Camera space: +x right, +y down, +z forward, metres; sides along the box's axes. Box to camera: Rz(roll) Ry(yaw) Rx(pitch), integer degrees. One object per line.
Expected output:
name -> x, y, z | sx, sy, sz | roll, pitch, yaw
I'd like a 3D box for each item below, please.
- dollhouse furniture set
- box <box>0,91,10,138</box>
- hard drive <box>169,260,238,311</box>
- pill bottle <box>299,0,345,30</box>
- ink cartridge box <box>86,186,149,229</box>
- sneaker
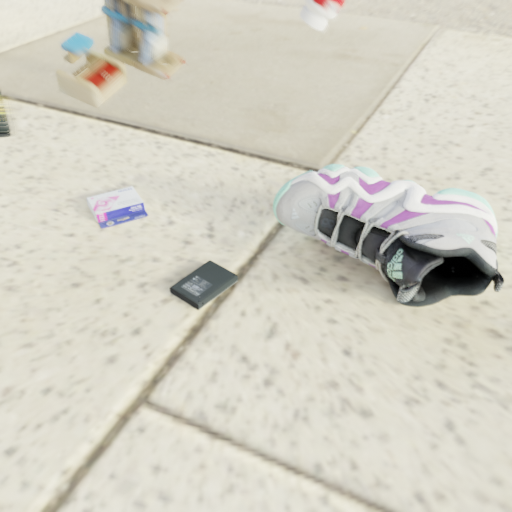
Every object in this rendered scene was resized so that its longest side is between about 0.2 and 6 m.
dollhouse furniture set -> -2.176, -3.459, 9.106 | 1.311, 1.319, 1.871 | 25, 55, 12
box -> -4.614, -3.264, 8.505 | 0.692, 3.007, 2.390 | -10, 14, -12
hard drive -> -0.773, 0.418, 8.359 | 0.600, 0.141, 0.859 | 27, 46, 30
pill bottle -> 1.394, -5.108, 10.787 | 0.743, 1.324, 0.743 | 20, 39, -17
ink cartridge box -> -2.473, -0.879, 9.983 | 0.876, 0.193, 0.893 | -18, 40, -23
sneaker -> 1.844, -0.168, 8.125 | 3.474, 1.350, 2.430 | 6, 38, 8
